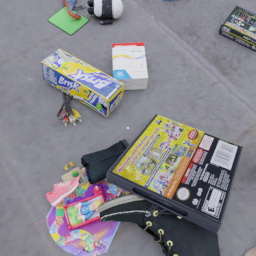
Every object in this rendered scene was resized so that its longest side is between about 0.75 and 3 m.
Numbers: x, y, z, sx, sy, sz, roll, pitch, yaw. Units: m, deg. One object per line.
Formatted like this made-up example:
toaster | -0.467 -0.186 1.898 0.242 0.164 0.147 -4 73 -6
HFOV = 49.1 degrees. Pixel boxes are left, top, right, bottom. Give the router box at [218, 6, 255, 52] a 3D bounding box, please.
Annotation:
router box | 4.289 -3.611 10.151 1.575 0.489 1.181 33 68 16

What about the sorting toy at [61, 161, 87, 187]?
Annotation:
sorting toy | -1.572 1.334 7.837 0.581 0.104 0.779 -31 65 -14

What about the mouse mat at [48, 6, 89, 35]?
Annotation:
mouse mat | -2.268 -4.108 10.661 1.304 0.049 1.050 35 68 18

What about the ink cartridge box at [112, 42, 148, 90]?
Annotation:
ink cartridge box | 0.030 -2.217 9.365 1.099 0.636 1.892 -4 63 -2

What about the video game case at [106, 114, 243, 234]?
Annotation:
video game case | 1.325 0.877 7.107 2.652 0.374 2.935 22 39 18

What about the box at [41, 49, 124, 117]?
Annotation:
box | -1.426 -1.442 8.794 2.564 0.824 0.898 31 55 14

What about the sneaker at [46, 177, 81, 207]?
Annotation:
sneaker | -1.693 1.585 7.307 1.074 0.396 0.466 -42 97 2

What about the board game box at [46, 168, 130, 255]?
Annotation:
board game box | -1.049 2.059 7.318 1.842 0.454 2.331 23 65 11

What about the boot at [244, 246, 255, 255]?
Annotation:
boot | 3.372 2.951 6.685 1.055 0.772 0.371 -16 64 -8

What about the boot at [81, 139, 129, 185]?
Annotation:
boot | -0.356 1.215 7.578 1.458 0.663 1.736 -24 59 -18

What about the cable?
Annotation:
cable | -1.938 -0.654 8.846 0.701 0.363 1.443 -15 52 -9

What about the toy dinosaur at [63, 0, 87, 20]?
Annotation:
toy dinosaur | -2.196 -4.793 10.830 1.665 0.874 1.511 -4 66 34

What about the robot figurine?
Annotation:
robot figurine | -0.849 -4.481 10.437 1.297 0.975 0.809 0 46 1

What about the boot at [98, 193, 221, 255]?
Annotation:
boot | 0.866 2.706 6.523 3.047 1.100 2.301 1 63 -12
